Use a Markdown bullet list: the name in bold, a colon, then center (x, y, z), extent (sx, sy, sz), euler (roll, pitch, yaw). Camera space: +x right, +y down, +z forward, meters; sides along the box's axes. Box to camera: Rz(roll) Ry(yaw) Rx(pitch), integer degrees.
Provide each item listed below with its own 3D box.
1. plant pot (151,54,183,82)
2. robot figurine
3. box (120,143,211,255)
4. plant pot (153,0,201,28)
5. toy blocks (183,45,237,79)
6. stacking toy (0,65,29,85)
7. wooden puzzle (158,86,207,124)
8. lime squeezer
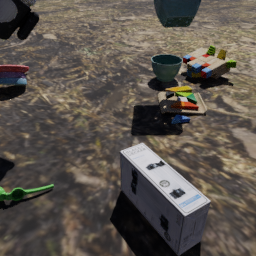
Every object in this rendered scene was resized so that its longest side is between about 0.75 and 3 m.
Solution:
- **plant pot**: center (1.579, -2.446, 11.635), extent (1.271, 0.851, 1.271), euler (0, 33, 0)
- **robot figurine**: center (-3.281, -3.144, 7.151), extent (2.100, 1.578, 1.311), euler (-47, 60, 8)
- **box**: center (0.616, 1.328, 5.638), extent (0.611, 1.185, 2.031), euler (-20, 38, -27)
- **plant pot**: center (1.646, -4.262, 9.339), extent (1.535, 1.567, 1.539), euler (-2, -1, -1)
- **toy blocks**: center (3.194, -2.674, 11.983), extent (1.528, 1.117, 2.235), euler (-29, 43, -19)
- **stacking toy**: center (-5.178, -1.916, 11.214), extent (2.467, 1.042, 2.233), euler (-1, 7, -7)
- **wooden puzzle**: center (1.874, -0.950, 9.892), extent (1.657, 0.287, 2.457), euler (-4, 34, -6)
- **lime squeezer**: center (-2.599, 1.451, 6.351), extent (1.704, 0.321, 0.602), euler (1, 3, 4)
